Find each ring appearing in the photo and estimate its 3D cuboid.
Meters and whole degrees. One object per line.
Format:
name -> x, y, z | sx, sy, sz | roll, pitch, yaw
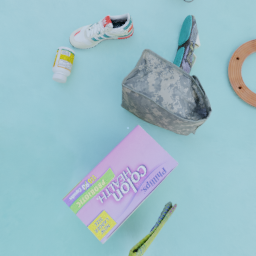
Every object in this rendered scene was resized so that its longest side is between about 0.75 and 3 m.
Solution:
ring -> 4.498, -1.778, 9.218 | 2.450, 0.235, 2.450 | 0, 79, 1

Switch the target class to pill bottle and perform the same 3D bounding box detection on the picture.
pill bottle -> -2.109, -2.027, 9.071 | 0.595, 0.595, 1.054 | 10, 79, 2

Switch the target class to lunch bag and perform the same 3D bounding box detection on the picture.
lunch bag -> 1.140, -0.796, 8.093 | 2.490, 2.042, 1.464 | 32, 78, 6

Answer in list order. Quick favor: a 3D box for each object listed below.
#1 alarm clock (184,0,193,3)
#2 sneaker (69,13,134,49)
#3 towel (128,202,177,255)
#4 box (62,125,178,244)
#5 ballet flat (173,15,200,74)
alarm clock -> 1.734, -5.101, 9.615 | 1.308, 0.645, 1.938 | -23, 78, -5
sneaker -> -0.877, -3.248, 9.069 | 2.207, 1.032, 0.777 | -13, 80, -3
towel -> 0.249, 2.902, 6.592 | 0.284, 2.497, 1.793 | 36, 44, 18
box -> -0.135, 1.418, 7.351 | 2.381, 2.707, 1.308 | -45, 82, -7
ballet flat -> 1.976, -2.618, 9.207 | 0.771, 0.771, 2.143 | 15, 80, 3
